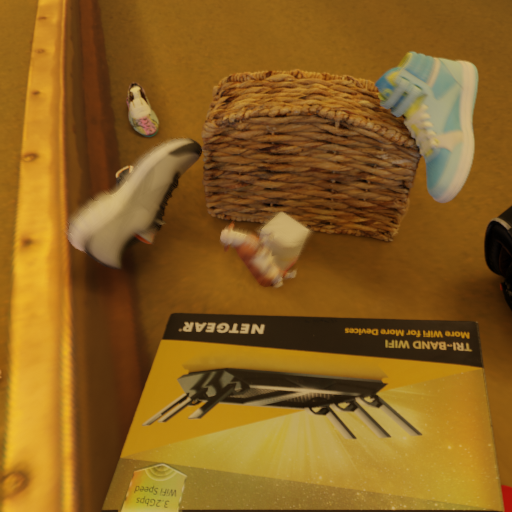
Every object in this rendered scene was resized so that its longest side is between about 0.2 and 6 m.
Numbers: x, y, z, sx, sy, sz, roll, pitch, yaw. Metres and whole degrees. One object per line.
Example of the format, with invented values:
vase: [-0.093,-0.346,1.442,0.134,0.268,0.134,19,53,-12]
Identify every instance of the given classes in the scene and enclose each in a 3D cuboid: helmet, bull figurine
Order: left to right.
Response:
bull figurine: [0.019,0.002,8.791,0.824,1.358,0.442,5,53,48]
helmet: [5.506,0.053,8.995,2.875,3.016,3.016,-17,45,7]

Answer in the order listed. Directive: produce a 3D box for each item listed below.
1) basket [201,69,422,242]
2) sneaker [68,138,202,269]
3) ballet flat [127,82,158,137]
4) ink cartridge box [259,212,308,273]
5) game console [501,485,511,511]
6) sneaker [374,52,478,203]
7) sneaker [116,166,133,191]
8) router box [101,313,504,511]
basket: [1.142,-2.508,11.310,4.103,2.928,3.057,8,47,8]
sneaker: [-2.013,-0.982,10.381,1.182,1.102,2.982,41,76,4]
ballet flat: [-2.961,-3.783,14.170,0.679,0.699,1.963,-17,47,-8]
ink cartridge box: [0.438,-0.198,10.202,0.648,0.892,0.645,35,51,14]
game console: [3.392,3.765,6.599,1.821,1.081,1.570,15,74,43]
sneaker: [2.648,-2.167,9.162,1.633,0.995,2.502,12,74,-13]
sneaker: [-2.693,-1.411,11.874,0.610,0.603,1.537,4,34,-3]
router box: [0.623,2.448,7.130,4.458,1.164,3.505,0,44,13]
